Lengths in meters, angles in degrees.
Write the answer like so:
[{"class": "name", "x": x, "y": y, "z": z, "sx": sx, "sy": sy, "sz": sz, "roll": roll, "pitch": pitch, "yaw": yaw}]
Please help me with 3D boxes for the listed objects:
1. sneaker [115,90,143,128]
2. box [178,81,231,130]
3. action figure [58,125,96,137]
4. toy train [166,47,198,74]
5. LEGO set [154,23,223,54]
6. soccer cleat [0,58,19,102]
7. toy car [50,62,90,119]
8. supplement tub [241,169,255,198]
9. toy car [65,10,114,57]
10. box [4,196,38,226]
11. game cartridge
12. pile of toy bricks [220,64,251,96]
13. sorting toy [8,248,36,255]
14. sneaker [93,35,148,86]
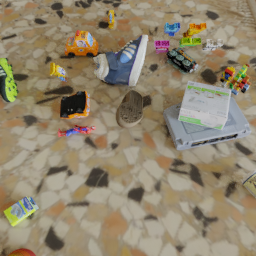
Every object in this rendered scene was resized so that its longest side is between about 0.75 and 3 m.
[{"class": "sneaker", "x": -0.001, "y": -0.432, "z": 9.030, "sx": 0.794, "sy": 0.852, "sz": 2.255, "roll": 31, "pitch": 30, "yaw": -4}, {"class": "box", "x": 2.513, "y": -0.763, "z": 9.185, "sx": 1.461, "sy": 0.706, "sz": 1.289, "roll": 13, "pitch": 55, "yaw": 10}, {"class": "action figure", "x": -1.701, "y": 0.068, "z": 9.364, "sx": 1.242, "sy": 0.321, "sz": 0.406, "roll": -5, "pitch": 22, "yaw": -6}, {"class": "toy train", "x": 2.186, "y": -2.721, "z": 11.253, "sx": 0.786, "sy": 0.588, "sz": 1.380, "roll": -28, "pitch": 59, "yaw": -29}, {"class": "LEGO set", "x": 2.369, "y": -3.756, "z": 11.781, "sx": 2.840, "sy": 1.165, "sz": 1.083, "roll": -3, "pitch": 85, "yaw": -8}, {"class": "soccer cleat", "x": -4.747, "y": -1.705, "z": 10.439, "sx": 0.992, "sy": 0.827, "sz": 2.448, "roll": -24, "pitch": 52, "yaw": -4}, {"class": "toy car", "x": -1.889, "y": -1.414, "z": 9.923, "sx": 1.306, "sy": 0.886, "sz": 2.662, "roll": -31, "pitch": 60, "yaw": 25}, {"class": "supplement tub", "x": 3.774, "y": 1.681, "z": 8.056, "sx": 0.605, "sy": 0.605, "sz": 0.835, "roll": -28, "pitch": 58, "yaw": -18}, {"class": "toy car", "x": -1.657, "y": -4.265, "z": 12.065, "sx": 1.465, "sy": 0.994, "sz": 2.986, "roll": 15, "pitch": 57, "yaw": 10}, {"class": "box", "x": -2.997, "y": 2.306, "z": 7.873, "sx": 0.800, "sy": 0.191, "sz": 0.488, "roll": -34, "pitch": 62, "yaw": -21}, {"class": "game cartridge", "x": 2.606, "y": -0.262, "z": 9.542, "sx": 2.599, "sy": 0.526, "sz": 1.733, "roll": -10, "pitch": 59, "yaw": -7}, {"class": "pile of toy bricks", "x": 3.867, "y": -1.813, "z": 9.758, "sx": 1.024, "sy": 1.846, "sz": 0.911, "roll": 37, "pitch": 96, "yaw": 17}, {"class": "sorting toy", "x": -2.788, "y": 4.039, "z": 6.171, "sx": 0.969, "sy": 0.963, "sz": 2.795, "roll": 3, "pitch": 54, "yaw": 2}, {"class": "sneaker", "x": -0.348, "y": -2.849, "z": 10.998, "sx": 1.920, "sy": 1.057, "sz": 2.623, "roll": 14, "pitch": 61, "yaw": 5}]
